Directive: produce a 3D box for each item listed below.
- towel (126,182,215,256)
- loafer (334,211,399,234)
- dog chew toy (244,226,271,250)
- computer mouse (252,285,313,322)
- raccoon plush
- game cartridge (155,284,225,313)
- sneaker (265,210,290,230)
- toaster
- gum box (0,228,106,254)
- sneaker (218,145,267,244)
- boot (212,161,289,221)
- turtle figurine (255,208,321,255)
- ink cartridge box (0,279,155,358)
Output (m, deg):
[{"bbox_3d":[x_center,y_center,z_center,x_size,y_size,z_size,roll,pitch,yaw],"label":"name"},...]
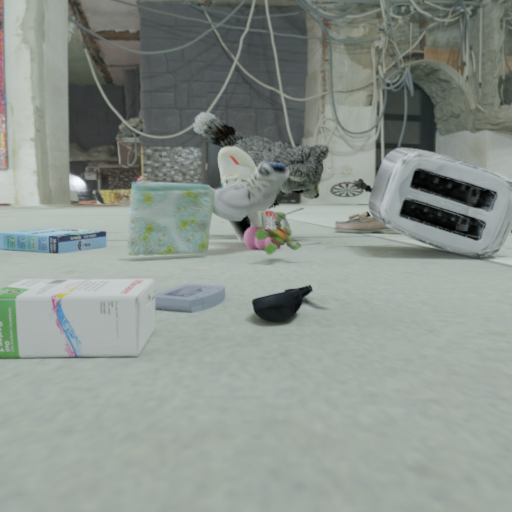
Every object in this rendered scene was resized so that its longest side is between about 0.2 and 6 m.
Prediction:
[{"bbox_3d":[-1.502,-0.650,9.949,1.527,1.307,0.368,-1,17,-28],"label":"towel"},{"bbox_3d":[3.352,-1.000,16.079,2.237,0.703,0.804,3,7,21],"label":"loafer"},{"bbox_3d":[0.130,-0.339,11.644,0.802,0.500,0.500,14,14,39],"label":"dog chew toy"},{"bbox_3d":[0.324,0.490,5.827,0.460,0.267,1.570,-14,-3,17],"label":"computer mouse"},{"bbox_3d":[0.058,-2.415,13.249,3.401,1.645,2.279,29,-21,-11],"label":"raccoon plush"},{"bbox_3d":[-0.711,0.460,6.163,0.594,0.183,0.893,-1,6,22],"label":"game cartridge"},{"bbox_3d":[0.527,-0.794,14.430,0.787,0.741,1.922,3,6,-23],"label":"sneaker"},{"bbox_3d":[3.473,-1.093,10.789,3.118,1.772,2.014,19,11,3],"label":"toaster"},{"bbox_3d":[-4.316,-0.336,11.916,1.690,0.377,1.436,3,7,25],"label":"gum box"},{"bbox_3d":[-0.361,-1.295,12.297,0.778,2.209,1.033,-7,24,20],"label":"sneaker"},{"bbox_3d":[-0.110,-1.395,11.052,0.818,1.063,2.224,40,27,12],"label":"boot"},{"bbox_3d":[0.478,-0.407,9.472,0.907,0.652,0.879,4,21,37],"label":"turtle figurine"},{"bbox_3d":[-1.451,0.482,4.542,1.166,0.490,0.845,0,7,-2],"label":"ink cartridge box"}]
